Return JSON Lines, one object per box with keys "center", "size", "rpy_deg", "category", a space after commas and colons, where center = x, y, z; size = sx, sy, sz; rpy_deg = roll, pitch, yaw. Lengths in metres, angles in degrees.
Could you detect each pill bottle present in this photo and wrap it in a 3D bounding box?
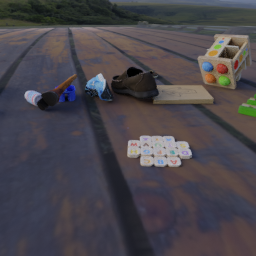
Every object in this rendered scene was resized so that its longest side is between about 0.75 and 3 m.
{"center": [-3.216, -1.034, 9.629], "size": [0.448, 0.448, 0.823], "rpy_deg": [-21, 31, -39], "category": "pill bottle"}

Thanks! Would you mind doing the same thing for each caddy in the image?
{"center": [-2.277, -1.327, 10.185], "size": [0.709, 0.526, 1.002], "rpy_deg": [-5, 24, -14], "category": "caddy"}

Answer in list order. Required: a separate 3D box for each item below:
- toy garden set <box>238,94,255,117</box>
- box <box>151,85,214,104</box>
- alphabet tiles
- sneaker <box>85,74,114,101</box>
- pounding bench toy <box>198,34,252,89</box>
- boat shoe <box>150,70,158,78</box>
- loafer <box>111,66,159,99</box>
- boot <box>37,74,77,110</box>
{"center": [5.239, -0.863, 9.108], "size": [2.284, 0.547, 2.740], "rpy_deg": [18, 30, 35], "category": "toy garden set"}
{"center": [1.905, -1.262, 10.411], "size": [2.113, 0.225, 1.728], "rpy_deg": [0, 24, -1], "category": "box"}
{"center": [0.728, 0.494, 6.634], "size": [1.469, 0.107, 1.437], "rpy_deg": [1, 24, 2], "category": "alphabet tiles"}
{"center": [-1.118, -1.363, 10.317], "size": [0.879, 0.766, 1.955], "rpy_deg": [-25, 26, -4], "category": "sneaker"}
{"center": [4.087, -2.403, 11.715], "size": [1.411, 2.272, 1.772], "rpy_deg": [20, 63, 40], "category": "pounding bench toy"}
{"center": [1.124, -2.488, 12.968], "size": [0.358, 0.359, 0.970], "rpy_deg": [12, 27, 25], "category": "boat shoe"}
{"center": [0.223, -1.787, 10.398], "size": [1.036, 1.012, 2.837], "rpy_deg": [-14, 20, -28], "category": "loafer"}
{"center": [-2.110, -1.223, 9.004], "size": [1.490, 0.510, 1.402], "rpy_deg": [-47, 9, -32], "category": "boot"}
